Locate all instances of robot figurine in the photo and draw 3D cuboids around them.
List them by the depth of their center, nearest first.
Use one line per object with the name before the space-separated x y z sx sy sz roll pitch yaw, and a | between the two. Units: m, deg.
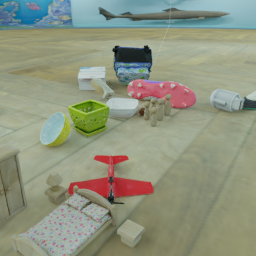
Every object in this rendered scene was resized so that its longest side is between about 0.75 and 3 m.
robot figurine | 3.439 -0.980 9.884 1.035 0.689 1.220 -9 25 -42

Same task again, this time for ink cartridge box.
ink cartridge box | -1.576 -2.170 12.480 1.175 0.676 2.028 -2 25 -3

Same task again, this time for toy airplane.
toy airplane | -0.332 1.027 5.945 1.772 0.326 1.772 2 25 -1

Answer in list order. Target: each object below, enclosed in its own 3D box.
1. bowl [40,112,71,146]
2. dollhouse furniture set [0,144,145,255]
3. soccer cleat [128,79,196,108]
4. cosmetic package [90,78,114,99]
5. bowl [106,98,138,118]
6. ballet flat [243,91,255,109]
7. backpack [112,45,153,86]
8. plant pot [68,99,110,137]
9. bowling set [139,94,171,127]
bowl | -1.855 0.105 7.578 0.521 0.969 0.969 36 -4 -42
dollhouse furniture set | -1.388 1.316 4.205 2.566 1.253 2.188 16 29 31
soccer cleat | 1.291 -1.363 10.578 2.748 0.917 1.051 12 18 26
cosmetic package | -1.011 -1.543 10.892 0.904 0.321 0.476 47 31 21
bowl | -0.198 -0.672 9.569 1.067 0.399 1.069 4 24 9
ballet flat | 4.843 -0.996 9.952 1.966 0.718 0.718 7 26 15
backpack | 0.205 -2.650 12.470 1.729 1.389 1.890 0 -11 1
plant pot | -1.125 -0.270 8.191 0.890 0.812 0.894 23 33 40
bowling set | 0.760 -0.663 9.118 0.973 0.751 1.398 13 27 25
